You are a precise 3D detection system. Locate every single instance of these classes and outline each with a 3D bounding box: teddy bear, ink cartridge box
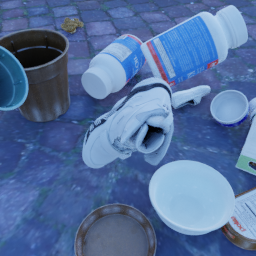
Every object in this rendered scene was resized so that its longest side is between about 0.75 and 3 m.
[{"bbox_3d":[-3.122,-5.681,15.522,1.235,0.568,1.703,-13,39,-22],"label":"teddy bear"},{"bbox_3d":[4.326,0.601,8.685,0.446,1.858,1.352,17,3,-38],"label":"ink cartridge box"}]

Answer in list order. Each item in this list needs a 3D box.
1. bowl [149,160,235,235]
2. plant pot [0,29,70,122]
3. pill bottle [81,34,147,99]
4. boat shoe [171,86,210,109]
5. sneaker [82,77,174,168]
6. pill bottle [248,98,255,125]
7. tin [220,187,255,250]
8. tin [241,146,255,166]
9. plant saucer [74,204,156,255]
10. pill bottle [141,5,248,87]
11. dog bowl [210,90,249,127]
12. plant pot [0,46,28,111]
[{"bbox_3d":[1.653,2.016,7.633,2.219,0.997,2.219,0,43,0],"label":"bowl"},{"bbox_3d":[-3.297,-1.806,10.251,2.645,2.618,2.645,0,47,0],"label":"plant pot"},{"bbox_3d":[-0.559,-2.506,11.589,1.667,1.667,2.970,23,51,21],"label":"pill bottle"},{"bbox_3d":[2.522,-1.191,11.079,1.863,0.671,0.638,-13,71,-24],"label":"boat shoe"},{"bbox_3d":[-0.092,0.257,6.212,1.079,2.872,1.651,35,25,-23],"label":"sneaker"},{"bbox_3d":[4.933,-0.197,9.719,1.130,1.130,1.890,-6,46,-6],"label":"pill bottle"},{"bbox_3d":[3.742,2.337,7.744,2.561,0.536,1.434,-18,44,-16],"label":"tin"},{"bbox_3d":[4.154,0.896,9.346,0.482,0.180,0.861,-7,46,-13],"label":"tin"},{"bbox_3d":[-0.319,2.965,7.212,2.075,0.357,2.075,1,46,-1],"label":"plant saucer"},{"bbox_3d":[1.766,-2.192,7.583,2.568,1.441,1.441,-25,46,10],"label":"pill bottle"},{"bbox_3d":[3.714,-0.699,10.212,1.296,0.510,1.296,-13,63,26],"label":"dog bowl"},{"bbox_3d":[-4.216,-1.175,7.926,1.848,1.887,1.887,-15,39,28],"label":"plant pot"}]
